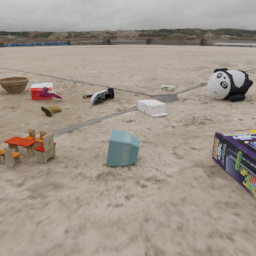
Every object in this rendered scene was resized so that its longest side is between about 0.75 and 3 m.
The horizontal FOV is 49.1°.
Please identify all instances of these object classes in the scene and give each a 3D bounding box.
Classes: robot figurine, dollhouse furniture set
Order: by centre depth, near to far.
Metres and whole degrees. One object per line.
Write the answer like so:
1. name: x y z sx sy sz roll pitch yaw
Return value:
1. dollhouse furniture set: -2.562 0.404 7.259 1.363 0.710 1.378 8 22 21
2. robot figurine: 4.721 -2.028 12.946 2.088 1.303 1.569 -8 21 -21

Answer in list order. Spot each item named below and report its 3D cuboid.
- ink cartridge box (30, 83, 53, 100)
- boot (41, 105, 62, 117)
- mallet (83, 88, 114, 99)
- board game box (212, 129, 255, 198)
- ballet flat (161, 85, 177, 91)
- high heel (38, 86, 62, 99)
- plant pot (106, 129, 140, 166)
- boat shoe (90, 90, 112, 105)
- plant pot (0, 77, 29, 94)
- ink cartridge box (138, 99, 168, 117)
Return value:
1. ink cartridge box: -4.053 -1.726 13.234 0.947 0.548 1.630 -4 21 -11
2. boot: -2.864 -0.689 10.842 0.682 0.257 0.778 38 28 29
3. mallet: -1.346 -1.474 13.057 1.482 0.488 0.305 -15 4 2
4. board game box: 3.777 0.738 6.223 2.914 0.826 2.409 -4 19 -10
5. ballet flat: 2.107 -2.060 14.634 0.905 0.325 0.325 14 24 39
6. high heel: -3.421 -1.419 12.378 1.068 0.514 0.360 30 14 -42
7. plant pot: -0.101 0.528 7.002 0.753 0.737 0.739 9 21 0
8. boat shoe: -1.169 -1.342 12.315 0.400 0.485 1.414 21 29 16
9. plant pot: -5.759 -2.148 14.203 1.463 0.675 1.463 0 20 0
10. ink cartridge box: 0.987 -0.806 10.970 0.697 0.404 1.197 -11 23 -28
